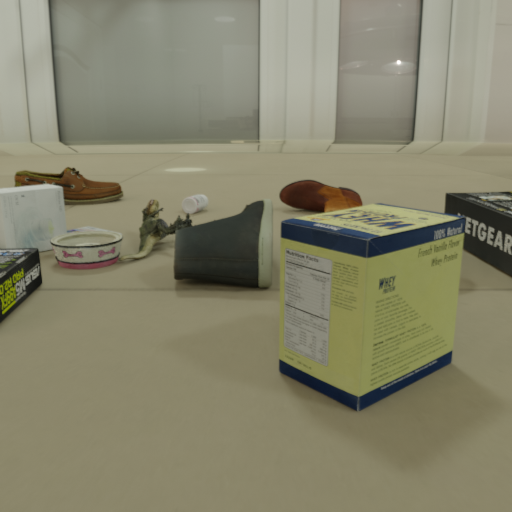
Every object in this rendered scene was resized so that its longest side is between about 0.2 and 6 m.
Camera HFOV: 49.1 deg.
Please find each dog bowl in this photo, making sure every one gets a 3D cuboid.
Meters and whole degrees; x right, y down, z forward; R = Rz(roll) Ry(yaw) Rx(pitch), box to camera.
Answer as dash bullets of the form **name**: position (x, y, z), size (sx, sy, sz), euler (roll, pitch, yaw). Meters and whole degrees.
- **dog bowl**: position (-2.964, -0.102, 9.860), size (1.225, 0.452, 1.225), euler (0, 14, 0)

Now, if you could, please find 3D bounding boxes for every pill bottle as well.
- **pill bottle**: position (-1.581, -1.367, 14.667), size (0.441, 0.441, 0.778), euler (5, 15, 20)

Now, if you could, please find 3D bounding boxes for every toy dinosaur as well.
- **toy dinosaur**: position (-1.850, -0.503, 10.822), size (1.105, 0.595, 2.507), euler (-15, 24, 6)

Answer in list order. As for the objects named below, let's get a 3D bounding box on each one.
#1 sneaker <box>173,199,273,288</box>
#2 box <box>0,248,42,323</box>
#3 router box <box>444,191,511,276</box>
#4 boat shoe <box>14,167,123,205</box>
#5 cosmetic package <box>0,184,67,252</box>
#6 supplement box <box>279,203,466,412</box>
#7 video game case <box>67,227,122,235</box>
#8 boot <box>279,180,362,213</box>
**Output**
- **sneaker**: position (-0.519, -0.352, 9.451), size (1.564, 1.102, 2.945), euler (2, 16, -1)
- **box**: position (-4.584, 0.444, 7.481), size (2.731, 0.604, 2.187), euler (-1, 15, -3)
- **router box**: position (5.484, -0.409, 9.901), size (3.003, 0.997, 3.819), euler (-1, 15, -3)
- **boat shoe**: position (-5.295, -2.005, 15.954), size (2.968, 1.009, 1.068), euler (-6, 16, -23)
- **cosmetic package**: position (-4.311, -0.694, 10.617), size (1.193, 1.189, 0.733), euler (-15, 20, -43)
- **supplement box**: position (1.157, 0.397, 5.664), size (1.609, 1.607, 1.080), euler (-13, 19, -40)
- **video game case**: position (-3.559, -0.400, 11.611), size (1.147, 0.136, 1.044), euler (12, 19, 35)
- **boot**: position (1.669, -1.196, 13.859), size (2.166, 0.788, 2.300), euler (11, 20, -3)
